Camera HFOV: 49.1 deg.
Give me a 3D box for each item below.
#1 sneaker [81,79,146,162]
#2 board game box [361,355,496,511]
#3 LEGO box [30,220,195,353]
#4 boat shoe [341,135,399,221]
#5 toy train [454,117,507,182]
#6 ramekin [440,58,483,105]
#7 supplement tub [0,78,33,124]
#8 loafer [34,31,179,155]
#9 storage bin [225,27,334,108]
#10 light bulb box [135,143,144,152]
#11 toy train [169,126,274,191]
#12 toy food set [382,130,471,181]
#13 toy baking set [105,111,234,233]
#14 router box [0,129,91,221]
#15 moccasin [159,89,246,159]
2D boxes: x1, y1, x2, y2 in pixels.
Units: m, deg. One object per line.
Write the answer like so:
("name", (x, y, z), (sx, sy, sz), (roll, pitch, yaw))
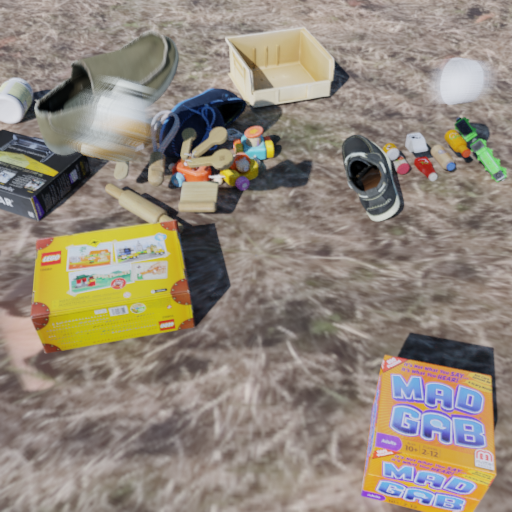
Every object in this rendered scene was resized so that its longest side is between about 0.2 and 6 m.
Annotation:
("sneaker", (-1.974, -1.879, 7.933), (0.714, 1.887, 0.827), (5, 82, -32))
("board game box", (2.353, 2.527, 7.805), (1.467, 1.468, 1.469), (10, 45, 11))
("LEGO box", (-2.594, 0.491, 10.227), (2.660, 1.026, 1.981), (-9, 45, -9))
("boat shoe", (2.471, -2.016, 12.709), (1.001, 0.942, 2.787), (-33, 39, 22))
("toy train", (5.254, -2.485, 13.104), (1.830, 0.382, 0.516), (53, 26, 0))
("ramekin", (3.738, -3.152, 10.139), (0.429, 0.817, 0.817), (-3, 44, -12))
("supplement tub", (-6.622, -4.246, 15.264), (0.853, 0.853, 1.177), (0, 44, 0))
("loafer", (-2.731, -3.119, 10.268), (3.090, 1.076, 1.162), (-43, 67, -9))
("storage bin", (0.649, -5.491, 16.334), (2.499, 1.171, 2.480), (-12, 45, -13))
("light bulb box", (-3.337, -3.165, 14.127), (0.553, 0.885, 0.878), (-31, 53, -28))
("toy train", (-0.763, -2.526, 13.558), (2.052, 0.760, 2.732), (23, 49, 21))
("toy food set", (3.999, -2.311, 13.233), (1.877, 0.896, 0.845), (-10, 45, -9))
("toy baking set", (-2.055, -2.013, 12.614), (3.527, 0.410, 2.707), (25, 72, 23))
("router box", (-5.505, -1.937, 13.006), (2.540, 0.663, 1.997), (17, 47, 17))
("moccasin", (-1.271, -3.491, 14.180), (1.084, 1.279, 3.179), (17, 47, 20))
